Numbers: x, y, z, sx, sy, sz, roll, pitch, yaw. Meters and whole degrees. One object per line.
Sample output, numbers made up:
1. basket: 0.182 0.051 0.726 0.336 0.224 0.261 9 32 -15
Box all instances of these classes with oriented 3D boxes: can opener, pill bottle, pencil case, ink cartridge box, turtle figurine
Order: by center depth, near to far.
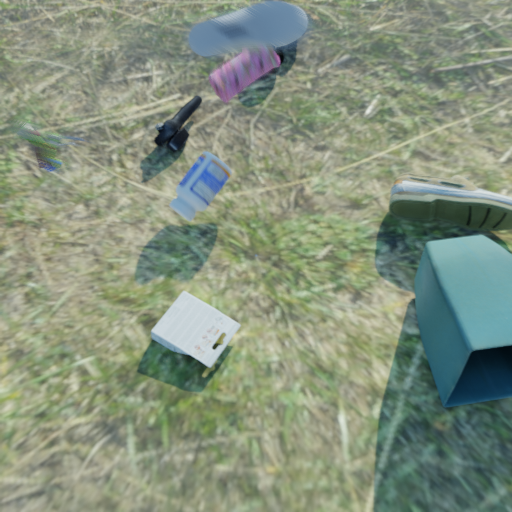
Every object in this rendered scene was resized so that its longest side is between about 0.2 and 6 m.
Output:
1. pill bottle: -0.757 -0.906 7.444 0.486 0.486 0.868 35 86 23
2. ink cartridge box: -1.054 1.318 9.835 1.245 0.294 0.996 29 58 13
3. turtle figurine: -3.864 -2.165 10.421 0.965 0.936 0.695 -45 26 6
4. pencil case: -0.252 -3.910 11.842 1.577 0.653 0.682 -37 25 -8
5. can opener: -1.798 -3.129 13.049 0.577 0.715 1.820 -15 38 39

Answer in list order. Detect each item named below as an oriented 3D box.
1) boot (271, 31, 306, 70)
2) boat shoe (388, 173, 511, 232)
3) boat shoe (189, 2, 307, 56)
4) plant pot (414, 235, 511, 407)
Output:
1. boot: 0.699 -5.719 14.770 1.447 0.728 1.936 -17 55 -12
2. boat shoe: 4.029 -1.168 11.219 2.621 0.979 0.896 10 60 9
3. boat shoe: -0.106 -3.226 8.061 1.690 0.599 0.590 -11 19 9
4. plant pot: 3.658 0.905 9.293 1.710 1.709 2.420 -7 48 -5
